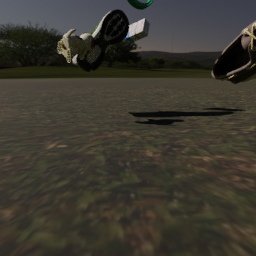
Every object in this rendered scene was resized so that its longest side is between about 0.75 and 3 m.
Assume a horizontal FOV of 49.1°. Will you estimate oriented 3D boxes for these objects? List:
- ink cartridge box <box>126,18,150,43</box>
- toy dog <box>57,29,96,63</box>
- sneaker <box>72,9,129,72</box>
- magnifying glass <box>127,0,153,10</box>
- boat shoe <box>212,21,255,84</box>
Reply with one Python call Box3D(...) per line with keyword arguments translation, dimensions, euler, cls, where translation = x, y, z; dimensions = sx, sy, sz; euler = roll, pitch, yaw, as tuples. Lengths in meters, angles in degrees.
Box3D(translation=(0.379, -3.746, 10.817), dimensions=(0.855, 0.618, 0.360), euler=(-9, -27, 41), cls="ink cartridge box")
Box3D(translation=(-1.482, -2.533, 8.356), dimensions=(1.031, 0.999, 0.719), euler=(-25, 49, -38), cls="toy dog")
Box3D(translation=(-1.076, -3.163, 9.933), dimensions=(1.232, 1.069, 2.780), euler=(16, 61, 50), cls="sneaker")
Box3D(translation=(0.376, -3.404, 6.178), dimensions=(0.738, 1.853, 0.208), euler=(28, -25, -28), cls="magnifying glass")
Box3D(translation=(2.372, -1.516, 5.128), dimensions=(0.706, 0.853, 2.374), euler=(-6, -14, -13), cls="boat shoe")
